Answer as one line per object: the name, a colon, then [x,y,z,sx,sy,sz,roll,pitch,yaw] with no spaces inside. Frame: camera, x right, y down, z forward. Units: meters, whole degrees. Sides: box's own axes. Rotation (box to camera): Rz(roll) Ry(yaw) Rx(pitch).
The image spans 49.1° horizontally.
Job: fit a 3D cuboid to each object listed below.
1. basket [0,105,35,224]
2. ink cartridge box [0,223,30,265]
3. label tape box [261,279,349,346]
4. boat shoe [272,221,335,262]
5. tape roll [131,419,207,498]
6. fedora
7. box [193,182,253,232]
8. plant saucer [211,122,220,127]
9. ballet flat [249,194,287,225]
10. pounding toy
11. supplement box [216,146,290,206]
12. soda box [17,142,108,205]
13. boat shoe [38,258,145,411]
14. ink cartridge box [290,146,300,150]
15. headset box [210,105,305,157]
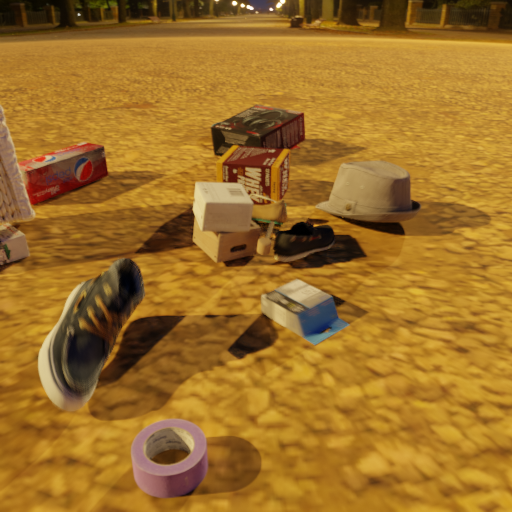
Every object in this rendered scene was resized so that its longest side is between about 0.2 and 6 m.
basket: [-5.539,-1.607,10.833,1.856,2.308,2.287,-17,11,-21]
ink cartridge box: [-5.037,-0.155,10.585,1.164,0.491,0.850,-24,36,-38]
label tape box: [0.771,0.845,8.770,0.838,0.368,1.162,-23,34,-37]
boat shoe: [0.989,-0.372,10.885,0.650,0.557,1.776,16,23,38]
tape roll: [-0.944,2.204,6.141,0.817,0.347,0.817,-1,26,0]
fedora: [2.456,-1.487,12.214,2.086,1.065,2.359,-11,22,-30]
box: [-0.628,-0.906,10.362,0.921,0.602,0.916,-1,30,-18]
plant saucer: [-0.618,-4.152,18.595,1.755,0.315,1.755,0,26,0]
ballet flat: [-0.263,-1.062,12.178,1.925,0.607,0.661,6,8,8]
pounding toy: [-0.258,-0.278,10.678,1.317,0.686,1.499,-12,35,-33]
supplement box: [-0.035,-1.958,13.567,1.483,0.985,1.463,6,28,12]
soda box: [-4.892,-2.098,13.957,0.788,0.870,2.485,16,31,29]
boat shoe: [-2.134,0.907,7.498,1.053,0.821,2.320,-37,30,18]
ink cartridge box: [0.798,-3.501,17.448,0.945,0.206,0.820,-11,28,-18]
headset box: [0.164,-3.676,16.685,1.845,0.958,2.480,20,42,33]
